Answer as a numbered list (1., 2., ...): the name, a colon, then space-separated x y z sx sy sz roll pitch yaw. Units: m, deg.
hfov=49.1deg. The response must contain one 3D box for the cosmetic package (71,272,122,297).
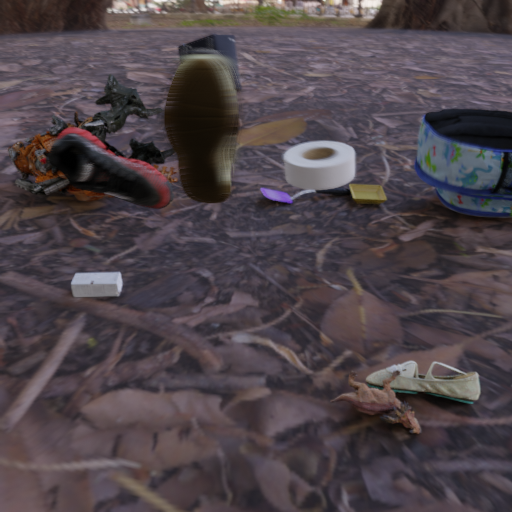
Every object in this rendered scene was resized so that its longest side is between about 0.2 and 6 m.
1. cosmetic package: -3.005 0.543 10.583 0.857 0.317 0.435 -3 29 -3

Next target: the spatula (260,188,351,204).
1. spatula: 1.354 -1.622 14.594 2.456 0.252 0.694 -5 31 -10

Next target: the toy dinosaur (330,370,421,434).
1. toy dinosaur: 1.639 2.023 7.689 1.206 0.518 0.817 1 31 4

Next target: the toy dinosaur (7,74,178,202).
1. toy dinosaur: -4.113 -2.437 14.644 5.288 2.701 3.589 31 54 16

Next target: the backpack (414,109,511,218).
1. backpack: 5.446 -2.258 13.631 3.042 2.236 2.784 6 30 -1

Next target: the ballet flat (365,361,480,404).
1. ballet flat: 2.405 1.757 8.114 1.594 0.497 0.538 7 0 7

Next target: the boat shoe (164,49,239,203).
1. boat shoe: -0.764 -1.902 8.148 1.028 2.809 0.910 4 58 -4

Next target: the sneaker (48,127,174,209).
1. sneaker: -2.536 -1.385 9.617 2.271 0.803 1.110 28 23 -4

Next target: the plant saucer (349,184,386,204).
1. plant saucer: 2.863 -1.570 14.485 0.862 0.209 0.862 2 33 -1

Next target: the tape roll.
1. tape roll: 1.225 -1.760 10.810 1.360 0.476 1.360 -5 30 3

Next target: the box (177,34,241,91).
1. box: -0.803 -3.213 9.576 0.920 0.905 0.540 1 13 41
